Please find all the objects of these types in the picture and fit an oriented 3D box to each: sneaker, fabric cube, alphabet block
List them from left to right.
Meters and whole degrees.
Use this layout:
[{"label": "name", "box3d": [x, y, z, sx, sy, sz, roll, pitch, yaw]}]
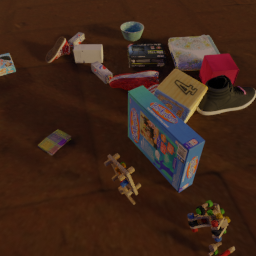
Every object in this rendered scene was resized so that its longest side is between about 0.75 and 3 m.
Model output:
[{"label": "sneaker", "box3d": [-3.321, -3.596, 13.505, 0.511, 0.807, 1.435, 33, 85, 24]}, {"label": "sneaker", "box3d": [0.195, -1.469, 10.997, 2.243, 1.296, 0.879, -4, 0, 38]}, {"label": "alphabet block", "box3d": [1.773, -0.995, 10.205, 1.442, 1.434, 1.468, 35, 54, 12]}, {"label": "fabric cube", "box3d": [3.788, -2.302, 11.766, 1.128, 1.150, 1.146, -6, 49, -6]}, {"label": "sneaker", "box3d": [3.986, -1.427, 10.800, 2.713, 1.345, 0.959, -16, 47, -16]}]

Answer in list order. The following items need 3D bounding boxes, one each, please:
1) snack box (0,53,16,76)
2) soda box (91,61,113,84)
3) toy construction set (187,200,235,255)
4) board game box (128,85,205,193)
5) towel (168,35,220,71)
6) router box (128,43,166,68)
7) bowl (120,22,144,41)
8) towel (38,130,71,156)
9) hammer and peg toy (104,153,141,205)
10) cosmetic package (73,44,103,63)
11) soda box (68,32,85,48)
[{"label": "snack box", "box3d": [-6.259, -2.720, 12.667, 2.056, 0.381, 1.194, -21, 50, -18]}, {"label": "soda box", "box3d": [-1.164, -2.479, 12.421, 0.386, 0.416, 1.218, -28, 52, -24]}, {"label": "toy construction set", "box3d": [2.382, 2.599, 7.403, 1.050, 1.140, 1.367, -13, 68, -28]}, {"label": "board game box", "box3d": [0.997, 0.315, 8.644, 0.628, 2.123, 2.792, -27, 53, -22]}, {"label": "towel", "box3d": [3.134, -3.566, 13.346, 2.138, 0.601, 2.498, -6, 47, -1]}, {"label": "router box", "box3d": [0.860, -3.438, 13.233, 1.726, 0.536, 1.293, -2, 47, -2]}, {"label": "bowl", "box3d": [0.213, -4.977, 14.610, 1.211, 0.633, 1.211, 0, 47, 0]}, {"label": "towel", "box3d": [-2.580, 0.493, 9.847, 0.738, 0.117, 1.027, 25, 51, 23]}, {"label": "hammer and peg toy", "box3d": [-0.066, 1.382, 7.500, 0.474, 1.344, 0.989, -35, 42, -17]}, {"label": "cosmetic package", "box3d": [-1.841, -3.491, 13.158, 1.311, 0.740, 0.532, 0, 47, 3]}, {"label": "soda box", "box3d": [-2.633, -4.529, 14.400, 0.351, 0.326, 1.028, 18, 50, 17]}]
